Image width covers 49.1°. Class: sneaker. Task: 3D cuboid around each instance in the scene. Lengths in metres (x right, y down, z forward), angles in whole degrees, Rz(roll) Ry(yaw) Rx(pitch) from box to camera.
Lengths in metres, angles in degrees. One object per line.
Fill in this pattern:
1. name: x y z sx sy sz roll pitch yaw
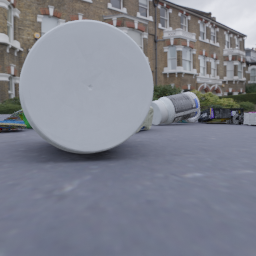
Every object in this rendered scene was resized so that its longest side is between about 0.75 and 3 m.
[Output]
1. sneaker: 0.027 -0.364 9.794 1.327 0.915 2.385 10 14 19

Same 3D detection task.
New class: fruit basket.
1. fruit basket: -3.658 -0.488 11.870 2.588 1.310 2.795 -5 -10 -39

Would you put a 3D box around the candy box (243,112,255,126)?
1. candy box: 6.436 -0.392 12.449 1.419 0.635 2.081 -1 4 -21

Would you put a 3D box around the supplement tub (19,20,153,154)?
1. supplement tub: -0.827 -0.656 5.252 2.079 2.079 2.963 -1 4 -12

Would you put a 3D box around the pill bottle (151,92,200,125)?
1. pill bottle: 2.213 -0.937 13.734 2.377 1.352 1.352 -14 10 -29

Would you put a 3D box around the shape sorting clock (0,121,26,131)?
1. shape sorting clock: -4.319 -0.048 9.423 1.696 0.333 1.696 -3 0 0

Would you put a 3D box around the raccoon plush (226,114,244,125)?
1. raccoon plush: 5.585 -0.411 14.007 0.778 0.562 1.161 7 1 -21

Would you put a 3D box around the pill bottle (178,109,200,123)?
1. pill bottle: 3.166 -0.873 16.291 1.114 1.114 2.010 -2 4 -25

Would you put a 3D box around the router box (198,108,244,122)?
1. router box: 4.956 -0.669 15.237 1.759 0.584 2.237 0 -4 -2
